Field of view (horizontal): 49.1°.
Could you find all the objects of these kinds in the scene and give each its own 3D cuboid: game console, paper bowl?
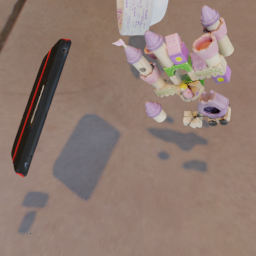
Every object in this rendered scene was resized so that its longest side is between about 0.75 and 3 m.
[{"bbox_3d":[-1.463,-0.344,4.662,0.322,1.834,2.074,19,86,-25],"label":"game console"},{"bbox_3d":[0.315,-3.279,6.605,1.088,2.093,2.093,-2,59,-7],"label":"paper bowl"}]

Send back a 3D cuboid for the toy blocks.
[{"bbox_3d":[0.685,-0.967,4.197,1.470,1.324,1.573,-8,56,38],"label":"toy blocks"}]
